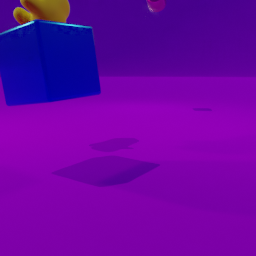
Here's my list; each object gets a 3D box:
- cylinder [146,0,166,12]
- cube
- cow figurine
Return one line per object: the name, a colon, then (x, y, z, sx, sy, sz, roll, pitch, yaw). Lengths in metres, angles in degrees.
cylinder: (1.042, -4.825, 10.428, 0.715, 0.715, 0.715, 3, -5, 14)
cube: (-1.139, -0.898, 4.066, 1.007, 1.007, 1.007, -1, 11, 36)
cow figurine: (-1.420, -1.969, 5.404, 1.433, 1.456, 0.799, 37, -37, -22)
